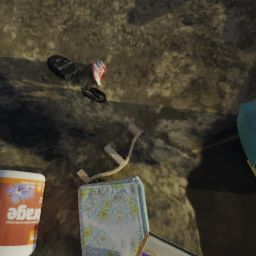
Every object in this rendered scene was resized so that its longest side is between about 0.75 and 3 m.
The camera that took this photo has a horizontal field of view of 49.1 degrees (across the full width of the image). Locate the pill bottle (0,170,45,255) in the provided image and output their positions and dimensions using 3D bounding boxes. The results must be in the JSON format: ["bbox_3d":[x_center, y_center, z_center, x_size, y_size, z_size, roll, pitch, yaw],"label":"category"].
[{"bbox_3d":[-3.515,2.831,8.345,1.678,1.678,2.991,3,76,1],"label":"pill bottle"}]

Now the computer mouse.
[{"bbox_3d":[-2.051,-1.869,11.065,2.941,0.500,0.862,41,49,10],"label":"computer mouse"}]

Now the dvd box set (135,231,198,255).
[{"bbox_3d":[0.844,4.622,7.788,2.071,0.416,2.830,26,89,0],"label":"dvd box set"}]

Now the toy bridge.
[{"bbox_3d":[-0.456,0.991,9.895,2.764,0.376,0.929,-42,77,-15],"label":"toy bridge"}]

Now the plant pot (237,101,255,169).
[{"bbox_3d":[4.654,0.070,9.606,1.435,1.436,2.032,-11,49,-2],"label":"plant pot"}]

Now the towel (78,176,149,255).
[{"bbox_3d":[-0.446,2.931,9.010,2.181,0.613,2.548,-8,68,0],"label":"towel"}]

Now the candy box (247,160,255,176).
[{"bbox_3d":[5.664,1.274,9.798,2.592,0.342,1.325,-19,65,-8],"label":"candy box"}]

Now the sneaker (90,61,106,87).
[{"bbox_3d":[-1.132,-2.201,11.187,0.583,0.363,1.088,-17,66,-4],"label":"sneaker"}]
